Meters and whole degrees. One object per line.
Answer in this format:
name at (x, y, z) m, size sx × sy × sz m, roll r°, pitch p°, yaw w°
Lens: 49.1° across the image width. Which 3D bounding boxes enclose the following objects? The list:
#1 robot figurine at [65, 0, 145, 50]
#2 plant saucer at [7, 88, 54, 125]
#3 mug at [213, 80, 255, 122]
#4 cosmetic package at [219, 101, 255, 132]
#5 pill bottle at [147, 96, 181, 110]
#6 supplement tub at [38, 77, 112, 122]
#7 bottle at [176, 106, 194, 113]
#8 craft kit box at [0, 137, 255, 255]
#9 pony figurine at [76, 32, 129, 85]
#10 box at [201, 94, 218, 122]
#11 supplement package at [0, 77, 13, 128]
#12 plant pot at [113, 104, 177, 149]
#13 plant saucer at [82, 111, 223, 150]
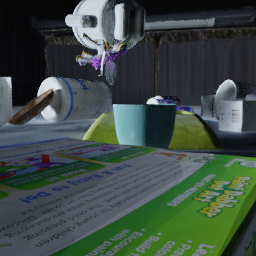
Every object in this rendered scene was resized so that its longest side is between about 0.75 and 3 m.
robot figurine at (-0.607, -2.918, 7.831) m, size 2.150 × 1.432 × 2.535 m, roll -8°, pitch 20°, yaw -39°
plant saucer at (-3.359, -0.684, 9.947) m, size 1.971 × 0.361 × 1.971 m, roll -30°, pitch 22°, yaw 13°
mug at (4.009, -0.773, 9.071) m, size 1.699 × 1.431 × 1.938 m, roll 9°, pitch -6°, yaw -10°
cosmetic package at (3.258, -0.348, 7.931) m, size 1.030 × 0.862 × 0.857 m, roll -2°, pitch 5°, yaw -26°
pill bottle at (2.042, -1.270, 15.983) m, size 1.134 × 1.134 × 2.085 m, roll 5°, pitch 9°, yaw 43°
supplement tub at (-2.171, -1.178, 11.709) m, size 1.776 × 1.776 × 2.692 m, roll 4°, pitch 8°, yaw 37°
bottle at (2.683, -0.744, 13.442) m, size 0.722 × 0.564 × 1.728 m, roll 6°, pitch 7°, yaw 24°
craft kit box at (-0.425, 0.467, 1.673) m, size 2.211 × 0.543 × 2.239 m, roll 1°, pitch 5°, yaw 34°
pony figurine at (-0.526, -1.443, 5.707) m, size 0.969 × 0.935 × 0.807 m, roll 14°, pitch -4°, yaw 13°
box at (3.883, -0.834, 11.510) m, size 0.675 × 1.130 × 2.745 m, roll -1°, pitch 6°, yaw -10°
supplement package at (-4.943, -0.836, 8.778) m, size 2.077 × 1.528 × 1.987 m, roll -1°, pitch 11°, yaw -9°
plant pot at (0.270, 0.021, 4.481) m, size 1.011 × 0.812 × 1.011 m, roll 0°, pitch 5°, yaw 0°
plant saucer at (0.473, -0.052, 6.173) m, size 2.591 × 0.620 × 2.587 m, roll 0°, pitch 6°, yaw 4°
